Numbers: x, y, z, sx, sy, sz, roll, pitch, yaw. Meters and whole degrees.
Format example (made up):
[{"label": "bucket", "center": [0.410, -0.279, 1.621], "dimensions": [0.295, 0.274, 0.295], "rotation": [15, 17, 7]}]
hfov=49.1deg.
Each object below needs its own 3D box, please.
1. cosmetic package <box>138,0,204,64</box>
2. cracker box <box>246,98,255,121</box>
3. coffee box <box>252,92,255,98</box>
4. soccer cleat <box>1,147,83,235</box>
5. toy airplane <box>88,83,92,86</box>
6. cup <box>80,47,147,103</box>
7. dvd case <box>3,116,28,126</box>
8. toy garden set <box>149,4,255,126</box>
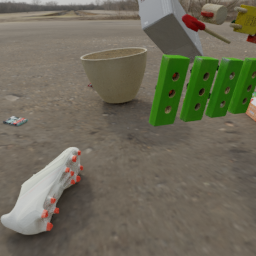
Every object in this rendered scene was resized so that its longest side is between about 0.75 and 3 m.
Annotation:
[{"label": "cosmetic package", "center": [1.500, -3.337, 9.501], "dimensions": [1.205, 1.427, 2.672], "rotation": [-18, -26, 26]}, {"label": "cracker box", "center": [5.949, -0.705, 11.081], "dimensions": [2.186, 0.631, 1.464], "rotation": [-3, 27, -5]}, {"label": "coffee box", "center": [5.245, -1.435, 12.834], "dimensions": [1.701, 0.374, 1.046], "rotation": [17, 31, 29]}, {"label": "soccer cleat", "center": [-1.926, 1.310, 6.769], "dimensions": [1.083, 0.968, 2.792], "rotation": [3, 29, 12]}, {"label": "toy airplane", "center": [-1.188, -2.363, 14.723], "dimensions": [1.907, 0.351, 1.907], "rotation": [0, 27, 0]}, {"label": "cup", "center": [-0.493, -2.311, 12.510], "dimensions": [2.901, 2.075, 2.901], "rotation": [-6, 23, 3]}, {"label": "dvd case", "center": [-4.354, -0.271, 10.837], "dimensions": [0.757, 0.083, 0.552], "rotation": [11, 29, 20]}, {"label": "toy garden set", "center": [1.611, -1.309, 5.344], "dimensions": [2.741, 2.285, 0.547], "rotation": [-8, 30, -34]}]
